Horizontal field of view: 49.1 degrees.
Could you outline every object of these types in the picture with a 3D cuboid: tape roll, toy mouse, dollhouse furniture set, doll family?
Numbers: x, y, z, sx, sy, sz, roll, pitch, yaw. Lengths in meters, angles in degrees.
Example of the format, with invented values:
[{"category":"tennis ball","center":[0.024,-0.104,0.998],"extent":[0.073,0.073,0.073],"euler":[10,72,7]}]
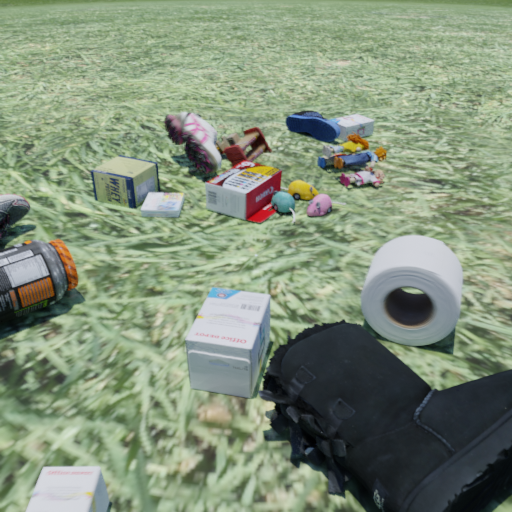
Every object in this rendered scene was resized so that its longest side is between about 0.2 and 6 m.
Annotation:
[{"category":"tape roll","center":[2.398,0.529,8.610],"extent":[1.437,1.437,0.986],"euler":[11,33,17]},{"category":"toy mouse","center":[1.014,-1.238,12.492],"extent":[1.878,0.363,1.669],"euler":[13,32,14]},{"category":"dollhouse furniture set","center":[-0.644,-2.649,14.639],"extent":[1.885,0.767,1.014],"euler":[-3,36,46]},{"category":"doll family","center":[2.524,-2.501,14.083],"extent":[1.315,0.955,2.119],"euler":[-11,33,-17]}]

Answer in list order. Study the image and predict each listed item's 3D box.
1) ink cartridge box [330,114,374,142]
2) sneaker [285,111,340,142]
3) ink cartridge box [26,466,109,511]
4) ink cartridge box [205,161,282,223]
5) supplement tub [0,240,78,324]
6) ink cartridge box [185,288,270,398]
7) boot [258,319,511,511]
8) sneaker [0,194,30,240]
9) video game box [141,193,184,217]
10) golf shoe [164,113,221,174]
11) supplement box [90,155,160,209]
[{"category":"ink cartridge box","center":[2.845,-3.852,16.781],"extent":[1.133,0.480,0.819],"euler":[-17,35,-28]},{"category":"sneaker","center":[1.826,-3.964,16.743],"extent":[0.793,0.714,2.035],"euler":[-32,42,-31]},{"category":"ink cartridge box","center":[-1.958,2.714,5.765],"extent":[0.633,0.622,0.860],"euler":[0,31,2]},{"category":"ink cartridge box","center":[-0.106,-1.473,12.648],"extent":[1.425,0.681,1.623],"euler":[17,35,25]},{"category":"supplement tub","center":[-3.933,0.427,9.071],"extent":[1.842,1.129,1.129],"euler":[-23,38,-34]},{"category":"ink cartridge box","center":[-0.362,1.208,7.981],"extent":[0.918,0.914,1.251],"euler":[7,32,11]},{"category":"boot","center":[1.949,1.704,6.928],"extent":[3.351,1.240,2.746],"euler":[-24,38,-27]},{"category":"sneaker","center":[-5.276,-0.481,11.010],"extent":[0.769,0.830,2.059],"euler":[29,47,16]},{"category":"video game box","center":[-2.085,-1.150,12.575],"extent":[0.824,0.212,0.904],"euler":[0,31,3]},{"category":"golf shoe","center":[-1.396,-2.997,14.259],"extent":[1.123,0.885,2.438],"euler":[-21,51,-22]},{"category":"supplement box","center":[-3.017,-1.732,13.014],"extent":[1.113,0.747,1.112],"euler":[13,34,21]}]
